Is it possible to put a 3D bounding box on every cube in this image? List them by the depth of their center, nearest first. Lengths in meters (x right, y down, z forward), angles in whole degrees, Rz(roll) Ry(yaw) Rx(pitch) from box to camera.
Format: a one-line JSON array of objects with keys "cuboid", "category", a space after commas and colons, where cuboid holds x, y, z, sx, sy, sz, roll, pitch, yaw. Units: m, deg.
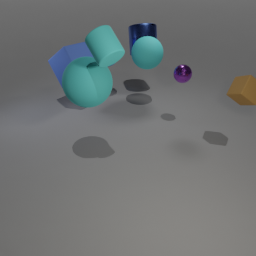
[{"cuboid": [3.746, -1.190, 8.937, 0.700, 0.700, 0.700, 31, -6, -20], "category": "cube"}, {"cuboid": [-2.404, -2.823, 12.554, 1.400, 1.400, 1.400, -21, 8, 43], "category": "cube"}]

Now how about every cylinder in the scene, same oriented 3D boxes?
[{"cuboid": [-0.540, -1.890, 6.523, 0.700, 0.700, 0.700, -29, -6, -3], "category": "cylinder"}, {"cuboid": [0.753, -4.361, 13.926, 1.400, 1.400, 1.400, -4, 10, 1], "category": "cylinder"}]

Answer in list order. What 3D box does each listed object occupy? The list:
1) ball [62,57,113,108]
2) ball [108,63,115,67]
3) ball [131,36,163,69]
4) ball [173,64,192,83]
[{"cuboid": [-1.129, -1.271, 7.813, 1.400, 1.400, 1.400, 0, 29, 0], "category": "ball"}, {"cuboid": [-1.070, -3.629, 13.347, 1.400, 1.400, 1.400, 0, 29, 0], "category": "ball"}, {"cuboid": [0.843, -3.274, 12.240, 1.400, 1.400, 1.400, 0, 29, 0], "category": "ball"}, {"cuboid": [2.079, -2.058, 10.639, 0.700, 0.700, 0.700, 0, 29, 0], "category": "ball"}]
